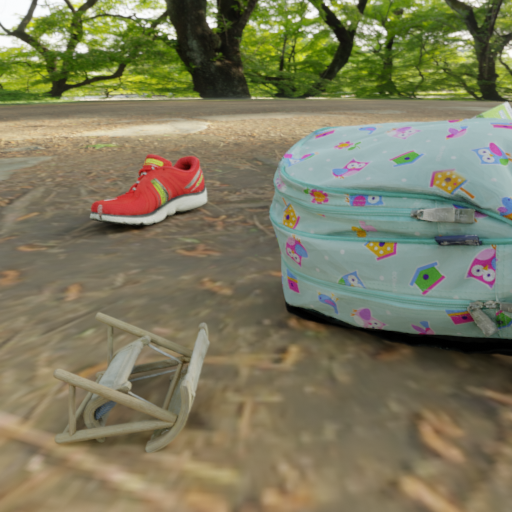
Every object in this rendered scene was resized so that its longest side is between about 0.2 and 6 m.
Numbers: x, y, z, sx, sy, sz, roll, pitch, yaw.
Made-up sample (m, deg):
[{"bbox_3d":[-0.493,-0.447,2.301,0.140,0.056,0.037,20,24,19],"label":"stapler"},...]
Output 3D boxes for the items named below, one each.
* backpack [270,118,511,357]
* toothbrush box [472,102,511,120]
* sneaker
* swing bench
[{"bbox_3d":[1.820,-0.287,5.865,3.343,2.116,2.789,5,24,28],"label":"backpack"},{"bbox_3d":[3.369,-1.608,9.219,1.687,0.997,2.317,-28,3,36],"label":"toothbrush box"},{"bbox_3d":[-1.965,-1.250,10.138,1.021,1.126,2.652,9,24,33],"label":"sneaker"},{"bbox_3d":[-0.937,0.994,4.486,1.014,0.658,1.009,6,19,2],"label":"swing bench"}]
